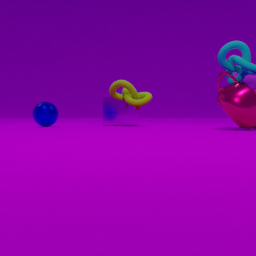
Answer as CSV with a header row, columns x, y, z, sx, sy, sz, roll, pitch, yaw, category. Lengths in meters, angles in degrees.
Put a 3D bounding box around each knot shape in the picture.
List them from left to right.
x,y,z,sx,sy,sz,roll,pitch,yaw,category
0.124,-1.025,9.044,1.349,0.623,1.262,25,1,11,knot shape
2.533,-1.525,6.500,0.496,1.005,1.074,-44,18,-18,knot shape

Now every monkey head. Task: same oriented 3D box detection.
x,y,z,sx,sy,sz,roll,pitch,yaw,category
3.323,-1.024,7.534,1.188,1.418,1.972,-5,-44,20,monkey head

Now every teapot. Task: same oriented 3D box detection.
x,y,z,sx,sy,sz,roll,pitch,yaw,category
2.677,-0.543,6.348,0.906,1.851,1.151,-42,5,18,teapot

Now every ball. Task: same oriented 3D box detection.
x,y,z,sx,sy,sz,roll,pitch,yaw,category
-2.518,-0.422,8.570,0.772,0.772,0.772,0,2,0,ball

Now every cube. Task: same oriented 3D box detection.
x,y,z,sx,sy,sz,roll,pitch,yaw,category
-0.255,-0.586,10.048,0.989,0.989,0.989,1,2,28,cube
